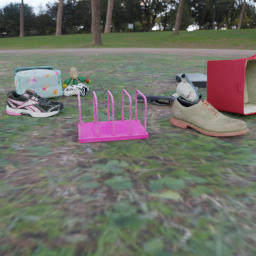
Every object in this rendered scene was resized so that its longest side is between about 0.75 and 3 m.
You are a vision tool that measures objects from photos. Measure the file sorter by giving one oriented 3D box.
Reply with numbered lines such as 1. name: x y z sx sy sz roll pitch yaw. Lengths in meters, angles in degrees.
1. file sorter: -0.533 -0.461 8.749 2.069 1.298 1.438 -4 20 -10

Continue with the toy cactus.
1. toy cactus: -2.697 -2.341 14.095 1.664 1.373 0.851 -9 41 -9

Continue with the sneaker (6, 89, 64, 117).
1. sneaker: -3.634 -0.989 10.717 2.247 0.970 0.903 1 21 1

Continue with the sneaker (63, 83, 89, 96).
1. sneaker: -2.469 -1.793 13.662 1.217 0.486 0.792 -19 31 -35

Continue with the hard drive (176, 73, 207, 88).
1. hard drive: 4.097 -2.861 16.755 1.767 0.416 2.532 -3 20 -9

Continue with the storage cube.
1. storage cube: 4.477 -1.708 11.007 1.930 2.258 2.030 -10 15 -24

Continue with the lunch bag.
1. lunch bag: -4.346 -2.188 13.384 1.994 1.427 2.340 -10 21 -23

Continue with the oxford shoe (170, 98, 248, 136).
1. oxford shoe: 2.527 -0.384 9.005 2.600 0.972 0.916 13 24 33

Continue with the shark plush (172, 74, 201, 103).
1. shark plush: 2.922 -1.600 13.291 1.178 1.285 2.827 29 8 14

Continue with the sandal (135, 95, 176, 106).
1. sandal: 1.263 -1.215 12.295 1.941 0.416 0.738 7 11 28
